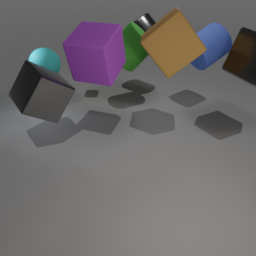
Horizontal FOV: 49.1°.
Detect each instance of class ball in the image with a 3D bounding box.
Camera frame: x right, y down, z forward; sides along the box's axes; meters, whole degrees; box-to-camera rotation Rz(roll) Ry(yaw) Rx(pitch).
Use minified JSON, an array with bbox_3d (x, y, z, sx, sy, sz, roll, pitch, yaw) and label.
[{"bbox_3d":[-3.775,-2.920,12.719,1.400,1.400,1.400,0,31,0],"label":"ball"}]

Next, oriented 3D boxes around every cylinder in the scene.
[{"bbox_3d":[0.147,-3.236,11.239,1.400,1.400,1.400,39,24,-21],"label":"cylinder"},{"bbox_3d":[3.258,-3.332,11.497,1.400,1.400,1.400,-36,40,-8],"label":"cylinder"},{"bbox_3d":[0.805,-4.175,12.693,1.400,1.400,1.400,-39,6,5],"label":"cylinder"}]

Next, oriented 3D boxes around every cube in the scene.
[{"bbox_3d":[4.156,-2.187,8.858,1.400,1.400,1.400,-5,36,-40],"label":"cube"},{"bbox_3d":[-1.002,-2.380,8.932,1.400,1.400,1.400,11,50,17],"label":"cube"},{"bbox_3d":[-2.924,-1.212,9.506,1.400,1.400,1.400,18,18,-48],"label":"cube"},{"bbox_3d":[1.367,-2.654,8.648,1.400,1.400,1.400,-35,19,21],"label":"cube"}]
